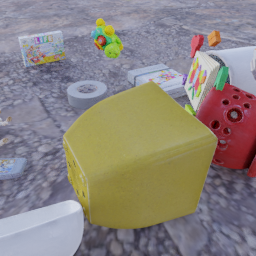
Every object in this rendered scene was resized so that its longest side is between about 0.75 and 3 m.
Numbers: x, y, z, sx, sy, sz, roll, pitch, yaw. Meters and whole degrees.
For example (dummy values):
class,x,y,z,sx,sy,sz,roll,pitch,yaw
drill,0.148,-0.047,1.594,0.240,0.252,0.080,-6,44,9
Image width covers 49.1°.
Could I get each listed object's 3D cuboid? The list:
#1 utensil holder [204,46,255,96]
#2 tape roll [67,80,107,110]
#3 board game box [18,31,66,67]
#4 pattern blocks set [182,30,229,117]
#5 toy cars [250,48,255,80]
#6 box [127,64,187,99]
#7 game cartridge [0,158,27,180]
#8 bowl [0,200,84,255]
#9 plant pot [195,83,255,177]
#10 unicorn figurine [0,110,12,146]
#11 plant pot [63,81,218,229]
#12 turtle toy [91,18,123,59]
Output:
class,x,y,z,sx,sy,sz,roll,pitch,yaw
utensil holder,3.586,-1.726,9.346,2.203,1.872,1.872,-13,36,-23
tape roll,-1.397,-1.166,9.703,1.362,0.450,1.362,0,35,0
board game box,-3.782,-3.541,12.473,1.861,1.251,0.319,-20,39,-26
pattern blocks set,1.858,-1.287,7.282,0.222,2.405,2.736,8,18,-8
toy cars,3.285,-1.337,6.853,0.460,0.930,2.076,-15,-8,33
box,1.217,-1.754,10.582,1.682,0.444,2.157,-17,39,-24
game cartridge,-3.003,0.986,6.808,0.939,0.195,0.625,-1,30,-2
bowl,-1.678,1.820,4.444,2.020,0.755,2.023,-13,-7,-18
plant pot,2.604,0.100,6.634,1.757,1.930,1.930,28,43,24
unicorn figurine,-3.659,0.074,7.444,1.349,0.726,1.965,-21,36,30
plant pot,-0.004,0.662,5.430,2.177,2.114,2.128,-17,43,-23
turtle toy,-0.664,-2.771,9.024,0.724,1.044,1.433,-42,56,-1
